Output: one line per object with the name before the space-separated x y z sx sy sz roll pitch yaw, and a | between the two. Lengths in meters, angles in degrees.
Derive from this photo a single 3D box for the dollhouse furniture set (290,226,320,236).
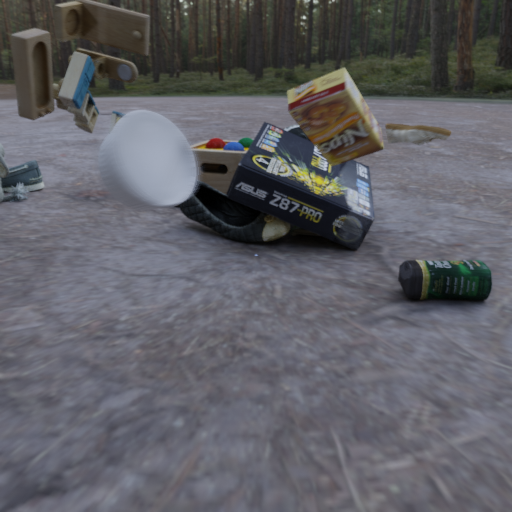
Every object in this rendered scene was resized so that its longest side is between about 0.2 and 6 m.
dollhouse furniture set | 0.602 -0.935 10.652 2.143 0.827 1.071 6 21 16

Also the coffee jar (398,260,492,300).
coffee jar | 2.548 0.322 7.635 1.148 0.490 0.599 0 20 1

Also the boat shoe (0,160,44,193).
boat shoe | -6.459 -1.955 13.617 2.430 0.751 0.885 -2 20 -6

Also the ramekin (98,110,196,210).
ramekin | -1.072 -0.870 5.387 0.443 0.952 0.952 -17 4 42

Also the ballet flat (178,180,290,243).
ballet flat | -0.500 -0.814 10.179 2.507 0.712 0.833 19 48 31

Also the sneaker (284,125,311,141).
sneaker | 0.960 -2.822 15.790 1.345 1.163 3.072 23 39 38

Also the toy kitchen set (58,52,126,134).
toy kitchen set | -2.419 -2.507 9.100 1.059 0.779 1.322 15 -10 -2

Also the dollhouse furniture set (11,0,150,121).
dollhouse furniture set | -2.997 -3.322 9.799 1.488 1.736 1.826 18 35 12

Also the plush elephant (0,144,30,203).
plush elephant | -6.091 -1.904 12.162 2.107 1.632 1.736 -12 23 -31

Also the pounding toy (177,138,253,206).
pounding toy | -1.196 -2.068 13.175 2.430 1.265 2.766 7 21 19

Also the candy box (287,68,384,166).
candy box | 1.025 -1.699 7.066 0.763 0.365 1.321 -14 -30 27

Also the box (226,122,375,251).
box | 0.934 -1.428 10.577 2.461 0.750 3.053 25 27 -2

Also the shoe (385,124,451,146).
shoe | 3.314 -2.474 11.544 0.564 0.430 1.613 -4 16 -32
